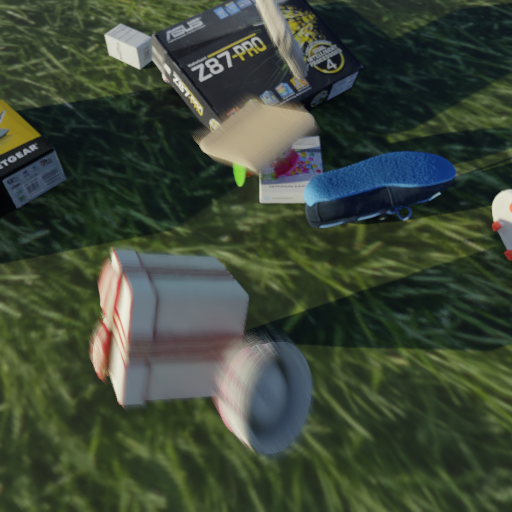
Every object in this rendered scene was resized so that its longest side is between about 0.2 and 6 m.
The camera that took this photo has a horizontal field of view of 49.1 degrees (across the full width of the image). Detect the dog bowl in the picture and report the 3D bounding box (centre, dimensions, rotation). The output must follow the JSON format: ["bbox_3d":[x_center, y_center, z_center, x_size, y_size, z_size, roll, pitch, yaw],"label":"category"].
[{"bbox_3d":[0.090,1.661,6.750,0.484,1.313,1.313,1,46,43],"label":"dog bowl"}]

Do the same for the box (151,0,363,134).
[{"bbox_3d":[0.040,-4.337,12.590,3.758,0.923,3.029,-32,76,-20],"label":"box"}]

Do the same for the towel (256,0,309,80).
[{"bbox_3d":[0.437,-4.479,10.856,0.351,1.350,2.038,-26,64,14],"label":"towel"}]

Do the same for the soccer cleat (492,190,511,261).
[{"bbox_3d":[5.526,0.073,9.827,1.278,1.142,3.296,-25,65,-22],"label":"soccer cleat"}]

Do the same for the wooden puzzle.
[{"bbox_3d":[0.009,-1.809,8.455,1.290,0.260,1.394,-42,44,-18],"label":"wooden puzzle"}]

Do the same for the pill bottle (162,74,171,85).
[{"bbox_3d":[-1.613,-4.159,13.107,1.087,0.610,0.610,32,60,21],"label":"pill bottle"}]

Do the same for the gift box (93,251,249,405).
[{"bbox_3d":[-1.404,0.993,8.243,1.881,1.859,2.015,3,14,-25],"label":"gift box"}]

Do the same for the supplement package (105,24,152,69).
[{"bbox_3d":[-3.111,-5.176,13.844,1.032,0.603,0.605,29,59,19],"label":"supplement package"}]

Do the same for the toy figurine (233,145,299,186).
[{"bbox_3d":[0.258,-1.971,10.869,1.199,1.303,0.978,-4,56,-14],"label":"toy figurine"}]

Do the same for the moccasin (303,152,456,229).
[{"bbox_3d":[2.311,-1.264,10.805,3.015,1.028,1.213,-9,47,-8],"label":"moccasin"}]

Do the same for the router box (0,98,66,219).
[{"bbox_3d":[-6.259,-1.654,11.042,3.804,0.993,2.991,-38,63,-24],"label":"router box"}]

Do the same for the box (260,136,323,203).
[{"bbox_3d":[0.711,-1.803,11.581,1.287,0.340,1.650,0,55,0],"label":"box"}]
